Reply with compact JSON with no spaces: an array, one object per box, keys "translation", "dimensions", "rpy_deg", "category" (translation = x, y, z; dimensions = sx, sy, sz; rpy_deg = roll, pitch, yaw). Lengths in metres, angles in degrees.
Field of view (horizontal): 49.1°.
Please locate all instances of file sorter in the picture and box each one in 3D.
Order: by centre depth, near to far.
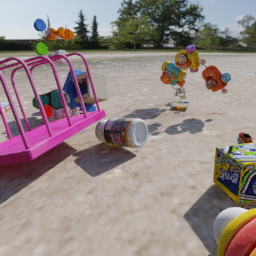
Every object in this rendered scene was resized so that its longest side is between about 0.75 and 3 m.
[{"translation":[-2.231,-0.556,6.260],"dimensions":[2.043,1.844,2.940],"rpy_deg":[-10,13,25],"category":"file sorter"}]

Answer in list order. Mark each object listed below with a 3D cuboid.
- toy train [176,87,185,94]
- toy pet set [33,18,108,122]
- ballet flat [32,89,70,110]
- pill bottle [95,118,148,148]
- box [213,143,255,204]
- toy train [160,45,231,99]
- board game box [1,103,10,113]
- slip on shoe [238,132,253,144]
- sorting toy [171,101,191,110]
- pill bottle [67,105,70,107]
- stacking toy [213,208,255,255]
[{"translation":[2.504,-1.785,13.342],"dimensions":[0.266,0.198,1.161],"rpy_deg":[10,21,18],"category":"toy train"},{"translation":[-2.061,-1.511,8.981],"dimensions":[1.507,2.838,2.650],"rpy_deg":[-12,-10,42],"category":"toy pet set"},{"translation":[-2.330,-0.900,9.031],"dimensions":[1.911,0.648,0.720],"rpy_deg":[-1,4,42],"category":"ballet flat"},{"translation":[-0.181,0.101,6.767],"dimensions":[1.212,0.706,0.706],"rpy_deg":[3,16,40],"category":"pill bottle"},{"translation":[2.765,0.686,5.033],"dimensions":[2.302,0.740,0.806],"rpy_deg":[-6,19,-15],"category":"box"},{"translation":[2.226,-1.783,10.284],"dimensions":[0.783,2.115,2.816],"rpy_deg":[-42,13,-26],"category":"toy train"},{"translation":[-5.359,-0.717,10.124],"dimensions":[2.002,0.195,1.031],"rpy_deg":[0,17,-1],"category":"board game box"},{"translation":[3.032,0.238,7.195],"dimensions":[0.284,0.235,0.768],"rpy_deg":[1,17,9],"category":"slip on shoe"},{"translation":[1.974,-0.807,10.481],"dimensions":[0.650,0.157,1.155],"rpy_deg":[3,18,22],"category":"sorting toy"},{"translation":[-2.095,-1.188,10.646],"dimensions":[1.345,0.756,0.756],"rpy_deg":[-11,21,-31],"category":"pill bottle"},{"translation":[1.413,1.338,2.558],"dimensions":[1.756,1.756,2.403],"rpy_deg":[-1,-1,-2],"category":"stacking toy"}]
